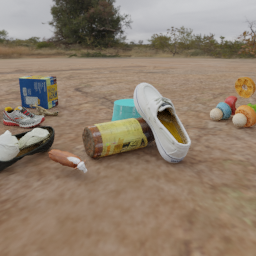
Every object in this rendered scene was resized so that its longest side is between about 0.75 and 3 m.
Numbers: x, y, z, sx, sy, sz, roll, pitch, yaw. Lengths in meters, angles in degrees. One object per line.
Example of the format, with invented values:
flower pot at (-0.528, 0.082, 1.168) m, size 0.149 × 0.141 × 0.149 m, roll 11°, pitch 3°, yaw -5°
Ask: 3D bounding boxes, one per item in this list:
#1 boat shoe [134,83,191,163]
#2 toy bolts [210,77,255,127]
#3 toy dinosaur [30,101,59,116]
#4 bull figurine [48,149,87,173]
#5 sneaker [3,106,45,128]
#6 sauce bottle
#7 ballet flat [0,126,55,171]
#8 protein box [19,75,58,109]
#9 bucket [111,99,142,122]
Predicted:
boat shoe at (0.914, -0.380, 7.447) m, size 0.919 × 0.905 × 2.593 m, roll -6°, pitch 55°, yaw -22°
toy bolts at (3.912, -0.857, 10.502) m, size 1.265 × 1.743 × 1.824 m, roll -25°, pitch 8°, yaw -22°
toy dinosaur at (-3.684, -0.721, 11.796) m, size 1.749 × 0.509 × 0.884 m, roll 22°, pitch 12°, yaw 34°
bull figurine at (-1.365, 0.774, 6.579) m, size 1.024 × 0.333 × 0.622 m, roll 23°, pitch -17°, yaw 9°
sneaker at (-3.843, -0.419, 10.210) m, size 1.697 × 0.697 × 0.661 m, roll 5°, pitch 19°, yaw 14°
sauce bottle at (0.135, 0.164, 8.019) m, size 2.813 × 0.928 × 0.928 m, roll -10°, pitch 20°, yaw -27°
ballet flat at (-2.843, 0.401, 7.124) m, size 0.829 × 0.833 × 2.437 m, roll 49°, pitch 34°, yaw 9°
protein box at (-4.129, -1.685, 13.024) m, size 1.401 × 1.391 × 0.945 m, roll 4°, pitch 18°, yaw 14°
bucket at (0.112, -0.480, 10.029) m, size 1.433 × 0.932 × 1.433 m, roll 1°, pitch 18°, yaw 0°
